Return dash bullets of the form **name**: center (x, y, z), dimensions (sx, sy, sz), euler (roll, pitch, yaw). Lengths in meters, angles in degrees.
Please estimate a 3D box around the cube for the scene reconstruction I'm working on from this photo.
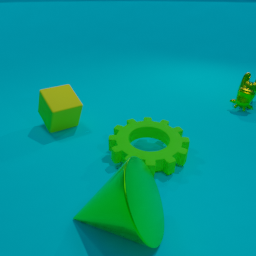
- **cube**: center (-2.102, -0.602, 8.628), dimensions (0.978, 0.978, 0.978), euler (-18, 59, -33)

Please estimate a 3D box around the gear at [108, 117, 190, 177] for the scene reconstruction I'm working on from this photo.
- **gear**: center (0.533, 0.417, 7.253), dimensions (2.033, 0.376, 2.033), euler (1, 34, -1)

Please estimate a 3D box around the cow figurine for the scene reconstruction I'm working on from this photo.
- **cow figurine**: center (4.381, -1.243, 10.400), dimensions (0.861, 1.543, 1.568), euler (24, -5, 19)

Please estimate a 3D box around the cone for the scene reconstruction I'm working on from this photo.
- **cone**: center (-0.368, 1.492, 5.131), dimensions (1.574, 1.569, 1.569), euler (-20, 21, 21)
